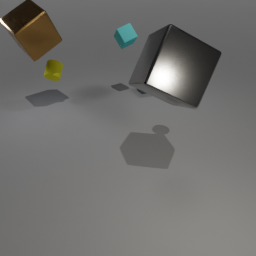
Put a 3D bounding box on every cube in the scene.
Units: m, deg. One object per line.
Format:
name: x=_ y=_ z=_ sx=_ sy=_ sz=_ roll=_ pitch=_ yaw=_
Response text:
cube: x=-0.107 y=-4.048 z=12.370 sx=0.700 sy=0.700 sz=0.700 roll=-30 pitch=0 yaw=-15
cube: x=1.045 y=-1.393 z=6.673 sx=1.400 sy=1.400 sz=1.400 roll=23 pitch=3 yaw=-16
cube: x=-3.642 y=-3.696 z=10.600 sx=1.400 sy=1.400 sz=1.400 roll=-41 pitch=58 yaw=-10

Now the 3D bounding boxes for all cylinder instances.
cylinder: x=-3.249 y=-2.508 z=12.232 sx=0.700 sy=0.700 sz=0.700 roll=8 pitch=-15 yaw=2
